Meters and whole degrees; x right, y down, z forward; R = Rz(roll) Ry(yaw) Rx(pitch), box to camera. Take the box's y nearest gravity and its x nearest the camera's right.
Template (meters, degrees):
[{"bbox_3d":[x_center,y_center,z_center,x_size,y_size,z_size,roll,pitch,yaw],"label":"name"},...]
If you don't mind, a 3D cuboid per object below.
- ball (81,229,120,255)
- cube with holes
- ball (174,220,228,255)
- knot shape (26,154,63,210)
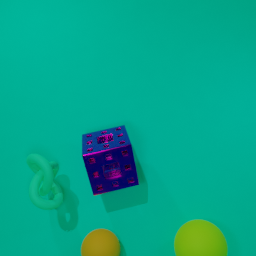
[{"bbox_3d":[-0.726,3.247,7.484,1.046,1.046,1.046,0,74,0],"label":"ball"},{"bbox_3d":[-0.509,0.857,7.793,1.265,1.265,1.265,-13,115,-4],"label":"cube with holes"},{"bbox_3d":[1.891,3.103,7.325,1.350,1.350,1.350,0,74,0],"label":"ball"},{"bbox_3d":[-2.189,1.483,7.442,0.704,1.524,1.426,-15,58,-4],"label":"knot shape"}]
